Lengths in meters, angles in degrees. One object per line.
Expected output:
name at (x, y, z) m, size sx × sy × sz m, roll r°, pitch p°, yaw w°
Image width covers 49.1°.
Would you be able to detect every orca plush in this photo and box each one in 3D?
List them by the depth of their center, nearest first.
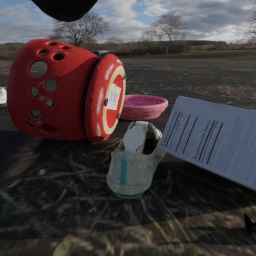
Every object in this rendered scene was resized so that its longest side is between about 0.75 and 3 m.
orca plush at (2.107, 1.216, 3.772) m, size 1.013 × 0.360 × 0.533 m, roll 4°, pitch 17°, yaw 14°

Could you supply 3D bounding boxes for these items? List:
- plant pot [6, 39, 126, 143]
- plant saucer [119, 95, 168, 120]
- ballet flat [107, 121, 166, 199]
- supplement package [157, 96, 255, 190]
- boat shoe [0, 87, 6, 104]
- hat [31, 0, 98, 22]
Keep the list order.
plant pot at (-1.382, -0.824, 7.103) m, size 2.270 × 2.493 × 2.493 m, roll 14°, pitch 19°, yaw 11°
plant saucer at (0.308, -0.731, 9.885) m, size 2.159 × 0.547 × 2.159 m, roll 1°, pitch 16°, yaw 0°
ballet flat at (0.293, 0.332, 5.702) m, size 1.012 × 0.935 × 3.000 m, roll 2°, pitch 17°, yaw 8°
supplement package at (1.742, 0.274, 4.946) m, size 1.164 × 1.121 × 2.046 m, roll 23°, pitch -1°, yaw -39°
boat shoe at (-5.536, -1.444, 12.118) m, size 0.617 × 0.607 × 1.739 m, roll -2°, pitch 17°, yaw -7°
hat at (-1.463, -2.700, 4.399) m, size 2.201 × 2.201 × 0.888 m, roll 11°, pitch 38°, yaw 33°
